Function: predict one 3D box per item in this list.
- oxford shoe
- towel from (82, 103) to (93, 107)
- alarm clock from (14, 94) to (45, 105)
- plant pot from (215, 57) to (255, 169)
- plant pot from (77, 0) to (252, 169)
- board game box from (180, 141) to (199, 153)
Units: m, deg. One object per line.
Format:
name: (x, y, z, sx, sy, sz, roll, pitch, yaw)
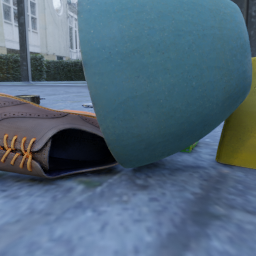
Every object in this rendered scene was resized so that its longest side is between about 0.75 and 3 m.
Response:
oxford shoe: (-1.441, 0.121, 3.709, 2.935, 1.046, 1.070, 1, 13, -20)
towel: (-1.324, -0.931, 11.724, 1.030, 0.123, 0.756, 8, 12, 29)
alarm clock: (-4.300, -1.097, 11.531, 1.052, 0.519, 1.559, 9, 12, 36)
plant pot: (2.695, -0.309, 4.618, 1.893, 1.669, 1.893, 8, 13, 33)
plant pot: (0.655, -0.901, 4.016, 1.818, 2.700, 2.700, -11, 9, 12)
board game box: (1.025, 0.283, 5.572, 0.611, 0.132, 0.909, 4, 12, 23)
